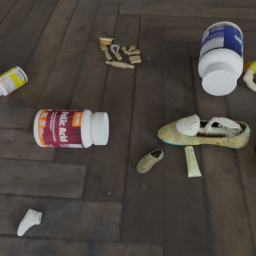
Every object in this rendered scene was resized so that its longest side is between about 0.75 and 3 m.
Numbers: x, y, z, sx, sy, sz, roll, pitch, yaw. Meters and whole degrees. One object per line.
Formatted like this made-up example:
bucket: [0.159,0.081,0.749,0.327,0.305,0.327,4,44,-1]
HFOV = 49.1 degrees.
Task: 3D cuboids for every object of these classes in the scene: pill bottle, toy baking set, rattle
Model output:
pill bottle: [-4.629,-1.758,10.824,0.725,0.725,1.327,34,59,24]
toy baking set: [-0.343,-3.155,12.274,1.953,0.227,1.499,8,49,7]
pill bottle: [3.643,-2.699,10.990,1.626,1.626,2.928,11,53,9]
rattle: [5.514,-1.833,11.165,1.960,1.400,1.276,28,88,2]
pill bottle: [-1.765,0.014,9.001,2.154,1.230,1.230,0,52,6]

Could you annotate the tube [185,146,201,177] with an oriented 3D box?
tube: [2.022,1.077,8.916,0.267,0.299,1.030,28,43,-37]

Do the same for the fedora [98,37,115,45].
fedora: [-1.009,-3.952,12.726,0.794,0.324,0.794,5,18,-2]

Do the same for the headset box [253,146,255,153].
headset box: [5.405,0.903,8.642,2.236,0.863,1.664,-10,52,-6]

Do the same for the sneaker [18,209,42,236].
sneaker: [-2.664,2.612,7.669,0.435,0.277,0.753,11,51,12]

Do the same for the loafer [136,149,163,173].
loafer: [0.693,0.995,8.881,1.090,0.368,0.414,-38,61,-26]

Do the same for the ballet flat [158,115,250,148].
ballet flat: [2.501,0.039,9.244,2.976,1.052,1.052,6,52,5]
